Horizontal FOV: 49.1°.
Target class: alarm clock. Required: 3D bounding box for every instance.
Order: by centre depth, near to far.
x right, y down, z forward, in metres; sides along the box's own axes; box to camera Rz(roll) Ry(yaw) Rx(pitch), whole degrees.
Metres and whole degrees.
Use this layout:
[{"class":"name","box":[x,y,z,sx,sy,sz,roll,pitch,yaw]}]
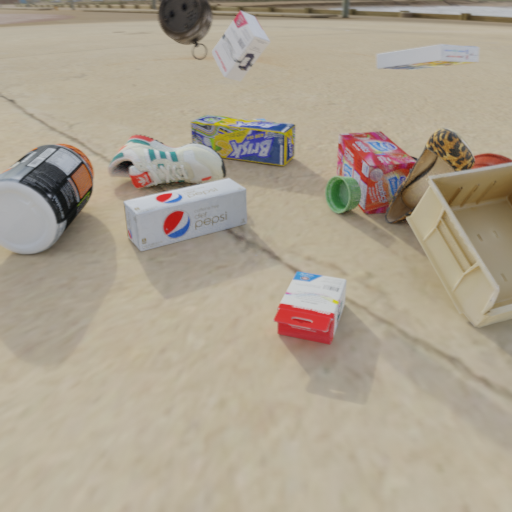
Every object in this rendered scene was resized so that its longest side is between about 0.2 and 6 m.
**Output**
[{"class":"alarm clock","box":[-1.194,-4.063,9.744,0.911,1.351,0.450,-22,4,15]}]

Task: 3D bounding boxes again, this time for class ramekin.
[{"class":"ramekin","box":[1.952,-1.378,12.472,0.406,0.830,0.830,-10,30,-31]}]

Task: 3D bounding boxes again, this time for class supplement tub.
[{"class":"supplement tub","box":[-4.345,-1.293,11.471,1.602,1.602,2.614,2,29,3]}]

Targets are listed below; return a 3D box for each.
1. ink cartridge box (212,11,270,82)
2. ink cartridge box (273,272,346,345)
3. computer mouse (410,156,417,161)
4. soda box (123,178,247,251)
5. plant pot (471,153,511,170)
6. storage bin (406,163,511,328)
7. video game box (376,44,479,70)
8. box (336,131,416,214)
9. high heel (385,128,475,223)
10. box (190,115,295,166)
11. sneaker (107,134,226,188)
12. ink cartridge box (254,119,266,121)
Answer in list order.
[{"class":"ink cartridge box","box":[-0.347,-4.455,11.968,0.482,1.142,0.827,0,56,-44]},{"class":"ink cartridge box","box":[0.848,0.858,8.713,0.861,0.498,1.482,9,30,16]},{"class":"computer mouse","box":[4.269,-2.183,14.460,1.279,0.337,0.885,35,41,29]},{"class":"soda box","box":[-1.420,-0.888,11.523,2.452,0.835,0.781,-17,33,-28]},{"class":"plant pot","box":[4.440,-1.033,11.259,1.583,1.583,1.540,21,44,33]},{"class":"storage bin","box":[4.132,-0.254,9.253,2.351,1.102,2.334,-11,61,-19]},{"class":"video game box","box":[3.183,-3.685,10.441,1.267,0.326,1.391,-16,19,-36]},{"class":"box","box":[2.759,-2.022,13.207,1.140,1.190,2.388,-4,29,-8]},{"class":"high heel","box":[3.271,-1.445,10.990,0.941,1.878,2.635,47,6,15]},{"class":"box","box":[-0.370,-3.248,15.623,2.826,0.990,0.908,11,31,19]},{"class":"sneaker","box":[-2.252,-2.061,13.698,3.091,1.088,1.445,16,50,24]},{"class":"ink cartridge box","box":[-0.288,-3.734,16.951,1.332,0.561,0.963,-6,30,-11]}]
